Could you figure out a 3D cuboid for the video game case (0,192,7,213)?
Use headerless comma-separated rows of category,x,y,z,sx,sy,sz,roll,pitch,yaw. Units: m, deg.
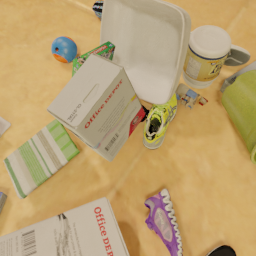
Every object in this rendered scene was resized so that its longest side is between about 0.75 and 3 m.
video game case,-4.591,2.476,7.826,1.829,0.416,1.658,10,62,5

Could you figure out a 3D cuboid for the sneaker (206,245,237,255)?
sneaker,2.013,3.778,6.831,2.176,0.953,0.824,-40,69,-19

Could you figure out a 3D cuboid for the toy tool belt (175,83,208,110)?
toy tool belt,2.051,-0.950,9.587,1.185,0.740,0.728,39,101,22

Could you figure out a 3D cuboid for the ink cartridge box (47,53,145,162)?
ink cartridge box,-0.670,-0.427,7.387,1.040,2.511,1.830,31,78,26

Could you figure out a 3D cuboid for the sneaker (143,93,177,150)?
sneaker,1.086,-0.446,8.996,0.865,0.876,2.293,13,70,10

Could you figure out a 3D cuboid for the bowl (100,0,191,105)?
bowl,0.536,-2.508,8.663,2.999,2.995,1.119,29,39,28

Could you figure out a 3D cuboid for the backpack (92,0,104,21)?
backpack,-0.988,-4.853,11.606,0.922,0.621,0.842,13,63,6

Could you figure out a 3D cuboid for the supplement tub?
supplement tub,2.597,-2.356,9.565,1.353,1.874,1.353,0,61,0

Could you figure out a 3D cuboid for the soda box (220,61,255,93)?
soda box,4.355,-1.767,9.932,2.135,0.677,0.729,-30,66,-15

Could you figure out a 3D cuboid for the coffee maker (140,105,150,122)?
coffee maker,0.170,-0.681,9.242,0.938,0.901,0.631,39,85,20

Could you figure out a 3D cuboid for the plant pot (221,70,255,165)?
plant pot,4.149,-0.495,8.538,2.438,2.438,2.241,-20,52,-10

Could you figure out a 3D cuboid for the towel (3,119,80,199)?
towel,-2.525,0.863,8.171,2.101,0.322,1.567,-38,58,-2

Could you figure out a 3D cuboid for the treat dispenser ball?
treat dispenser ball,-2.363,-2.915,10.405,0.956,0.956,0.956,0,62,0

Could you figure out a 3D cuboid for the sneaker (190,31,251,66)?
sneaker,3.342,-3.104,10.537,2.562,0.901,1.027,19,61,10

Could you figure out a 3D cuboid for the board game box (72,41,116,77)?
board game box,-1.106,-1.448,8.404,0.304,2.086,1.404,40,54,15

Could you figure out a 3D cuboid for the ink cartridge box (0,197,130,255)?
ink cartridge box,-1.481,3.269,6.578,2.993,1.261,2.164,-19,42,-9

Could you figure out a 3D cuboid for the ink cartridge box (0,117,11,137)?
ink cartridge box,-5.099,0.270,8.782,1.397,0.804,2.412,30,66,15

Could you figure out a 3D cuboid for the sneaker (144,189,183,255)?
sneaker,0.933,2.673,7.592,0.860,0.783,1.946,-14,58,0
